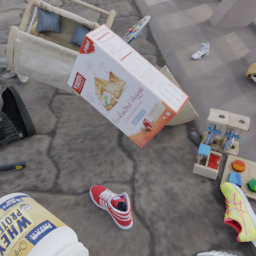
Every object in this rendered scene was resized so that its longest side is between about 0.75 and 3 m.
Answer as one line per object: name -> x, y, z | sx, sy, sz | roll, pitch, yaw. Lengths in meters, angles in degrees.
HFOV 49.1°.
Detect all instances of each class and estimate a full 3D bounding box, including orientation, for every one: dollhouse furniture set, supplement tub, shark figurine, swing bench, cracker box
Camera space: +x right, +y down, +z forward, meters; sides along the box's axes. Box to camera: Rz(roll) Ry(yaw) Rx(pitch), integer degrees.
dollhouse furniture set -> 3.015, 0.549, 9.007 | 1.297, 1.305, 1.852 | 16, 46, 15
supplement tub -> -2.251, 2.773, 6.534 | 2.327, 1.680, 1.680 | 27, 51, 25
shark figurine -> -5.498, -3.057, 12.758 | 2.836, 1.184, 1.695 | 15, 46, 12
swing bench -> -2.193, -2.814, 9.341 | 2.734, 1.783, 2.748 | 19, 70, -5
cracker box -> -0.107, -0.924, 6.801 | 2.615, 1.752, 0.754 | 41, 52, 2

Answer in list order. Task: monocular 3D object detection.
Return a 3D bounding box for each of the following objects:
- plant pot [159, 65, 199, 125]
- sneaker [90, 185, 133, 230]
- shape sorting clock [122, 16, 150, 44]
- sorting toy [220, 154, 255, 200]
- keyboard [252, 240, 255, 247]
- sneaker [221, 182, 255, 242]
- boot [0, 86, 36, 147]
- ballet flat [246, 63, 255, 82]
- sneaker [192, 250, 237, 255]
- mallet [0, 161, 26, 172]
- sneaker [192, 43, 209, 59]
plant pot -> 1.356, -0.937, 10.207 | 1.473, 2.194, 2.194 | -33, 45, 14
sneaker -> -0.489, 1.988, 7.828 | 0.595, 0.939, 1.670 | -34, 54, -29
shape sorting clock -> 0.167, -3.581, 10.496 | 0.332, 1.692, 1.692 | 41, 47, -14
sorting toy -> 4.003, 1.600, 8.687 | 1.991, 0.267, 1.484 | 17, 48, 17
keyboard -> 4.422, 2.904, 7.499 | 2.259, 0.120, 0.636 | -12, 46, -12
sneaker -> 2.950, 2.288, 7.720 | 0.797, 0.690, 1.766 | -18, 47, -3
boot -> -4.721, -0.388, 10.134 | 2.038, 1.026, 2.726 | -22, 50, -21
ballet flat -> 6.267, -1.968, 12.060 | 0.778, 0.847, 2.467 | -49, 55, -5
sneaker -> 2.344, 3.513, 6.536 | 1.737, 0.652, 1.003 | 6, 47, 4
mallet -> -4.590, 1.288, 8.577 | 2.694, 0.887, 0.554 | -15, 47, -15
sneaker -> 3.611, -3.821, 13.864 | 1.063, 0.611, 0.399 | -26, 51, -24
